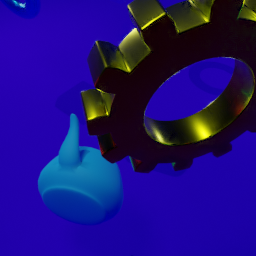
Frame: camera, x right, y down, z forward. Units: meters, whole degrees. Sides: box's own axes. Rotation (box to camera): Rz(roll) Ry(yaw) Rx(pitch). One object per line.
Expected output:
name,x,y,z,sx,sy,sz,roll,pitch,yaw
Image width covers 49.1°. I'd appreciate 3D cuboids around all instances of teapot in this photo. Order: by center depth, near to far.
teapot,-0.586,0.673,3.751,1.134,1.823,0.893,3,43,15

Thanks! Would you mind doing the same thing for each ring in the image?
ring,-1.883,-2.298,4.453,1.207,1.207,0.241,30,66,24

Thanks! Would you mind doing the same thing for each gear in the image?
gear,0.465,-0.243,2.046,1.559,1.559,0.288,-11,49,-10

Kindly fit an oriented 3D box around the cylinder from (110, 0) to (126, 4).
cylinder,-0.468,-2.950,4.962,1.123,1.123,1.123,22,51,8
